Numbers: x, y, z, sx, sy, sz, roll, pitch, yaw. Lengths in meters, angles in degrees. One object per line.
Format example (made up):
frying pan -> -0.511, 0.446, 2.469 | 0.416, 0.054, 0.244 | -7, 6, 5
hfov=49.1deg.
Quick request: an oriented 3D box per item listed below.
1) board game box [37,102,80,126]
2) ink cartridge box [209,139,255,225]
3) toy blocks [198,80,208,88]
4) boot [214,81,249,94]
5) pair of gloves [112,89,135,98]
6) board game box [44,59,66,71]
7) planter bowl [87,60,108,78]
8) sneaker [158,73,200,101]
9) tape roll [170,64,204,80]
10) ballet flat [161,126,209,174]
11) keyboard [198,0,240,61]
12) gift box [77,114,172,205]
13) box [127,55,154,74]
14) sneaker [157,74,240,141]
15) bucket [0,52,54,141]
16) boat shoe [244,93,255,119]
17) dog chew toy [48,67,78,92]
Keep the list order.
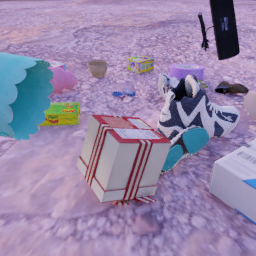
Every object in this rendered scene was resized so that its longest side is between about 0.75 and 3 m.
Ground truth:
board game box -> -2.432, -0.460, 8.966 | 1.723, 0.410, 0.875 | -2, 30, -4
ink cartridge box -> 3.025, 1.027, 5.950 | 2.070, 0.889, 1.516 | -19, 36, -31
toy blocks -> 2.762, -1.773, 11.307 | 0.821, 0.410, 0.561 | 1, 19, 1
boot -> 3.931, -1.433, 10.712 | 0.590, 0.455, 1.218 | -36, 38, -26
pair of gloves -> -0.168, -1.314, 10.744 | 0.860, 0.098, 0.692 | -18, 33, -29
board game box -> -3.914, -2.714, 12.875 | 1.276, 0.336, 1.668 | 26, 39, 36
planter bowl -> -1.330, -2.599, 12.409 | 0.920, 0.619, 0.920 | 0, 31, 0
sneaker -> 1.890, -1.415, 10.274 | 1.201, 0.785, 2.090 | -7, 36, -12
tape roll -> 2.532, -2.423, 12.059 | 1.438, 0.472, 1.438 | 1, 21, 0
ballet flat -> 1.226, 0.486, 7.160 | 2.075, 0.744, 0.744 | -25, 38, -36
keyboard -> 2.187, -2.519, 6.905 | 1.082, 1.703, 0.175 | -16, 12, -14
gift box -> -0.028, 0.705, 5.970 | 1.634, 1.526, 1.508 | 6, 23, -31
box -> 0.572, -2.977, 13.100 | 0.906, 0.574, 0.940 | -21, 36, -30
sneaker -> 2.153, -0.708, 8.002 | 2.787, 1.813, 1.112 | -9, 32, -15
bucket -> -2.274, -0.648, 5.404 | 1.099, 1.689, 1.689 | 16, 32, 4
boat shoe -> 4.821, -0.476, 8.774 | 1.052, 0.847, 2.269 | -4, 31, -32
dog chew toy -> -2.869, -1.879, 10.785 | 1.818, 1.132, 1.132 | 0, 29, -16
